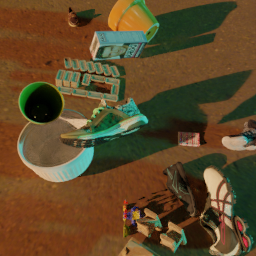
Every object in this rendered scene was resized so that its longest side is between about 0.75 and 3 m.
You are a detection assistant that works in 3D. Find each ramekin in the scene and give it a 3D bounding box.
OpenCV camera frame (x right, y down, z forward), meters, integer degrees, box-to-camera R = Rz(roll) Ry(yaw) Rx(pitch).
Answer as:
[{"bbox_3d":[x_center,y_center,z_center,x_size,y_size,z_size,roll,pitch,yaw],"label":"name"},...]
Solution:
[{"bbox_3d":[-2.356,0.674,9.706,2.493,1.309,2.493,-4,51,5],"label":"ramekin"}]

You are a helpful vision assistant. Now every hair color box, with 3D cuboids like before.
[{"bbox_3d":[-0.425,-3.687,12.498,2.312,1.144,0.701,-10,70,-24],"label":"hair color box"}]

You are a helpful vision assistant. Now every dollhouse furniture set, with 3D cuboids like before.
[{"bbox_3d":[0.920,4.076,7.604,2.634,1.714,2.419,19,53,39],"label":"dollhouse furniture set"}]

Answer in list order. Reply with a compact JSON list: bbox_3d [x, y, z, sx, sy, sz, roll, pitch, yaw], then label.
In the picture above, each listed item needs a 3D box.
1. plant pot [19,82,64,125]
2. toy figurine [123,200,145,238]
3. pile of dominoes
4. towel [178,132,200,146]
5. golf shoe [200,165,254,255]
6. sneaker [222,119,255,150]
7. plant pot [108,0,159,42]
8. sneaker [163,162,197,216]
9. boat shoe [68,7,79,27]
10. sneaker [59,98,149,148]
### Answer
[{"bbox_3d":[-2.861,-0.649,9.144,1.332,1.424,1.332,4,79,-21],"label":"plant pot"},{"bbox_3d":[0.196,2.821,8.770,0.671,0.591,1.120,3,55,-4],"label":"toy figurine"},{"bbox_3d":[-1.743,-2.094,12.508,2.790,0.444,2.175,9,54,-3],"label":"pile of dominoes"},{"bbox_3d":[2.338,0.407,10.739,0.818,0.122,0.598,4,54,3],"label":"towel"},{"bbox_3d":[2.771,2.475,8.723,1.242,1.088,2.819,-12,55,0],"label":"golf shoe"},{"bbox_3d":[4.364,0.246,10.528,1.863,0.703,1.060,2,54,-5],"label":"sneaker"},{"bbox_3d":[0.417,-5.188,13.715,1.894,2.069,2.069,44,64,10],"label":"plant pot"},{"bbox_3d":[1.729,2.065,9.316,0.764,0.727,1.928,-18,49,4],"label":"sneaker"},{"bbox_3d":[-2.985,-5.999,15.059,0.507,0.506,1.405,-11,55,-7],"label":"boat shoe"},{"bbox_3d":[-0.801,-0.217,8.578,2.821,1.085,1.250,-16,76,-25],"label":"sneaker"}]
